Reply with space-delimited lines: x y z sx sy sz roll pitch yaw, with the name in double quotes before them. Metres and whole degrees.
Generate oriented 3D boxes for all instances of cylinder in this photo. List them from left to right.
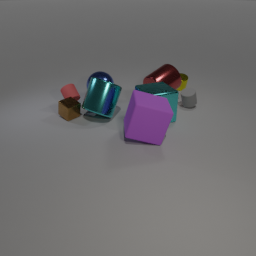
"cylinder" -2.663 -1.578 12.965 0.700 0.700 0.700 -22 77 -34
"cylinder" -1.127 -1.314 12.088 1.400 1.400 1.400 19 3 -1
"cylinder" 1.707 -2.269 13.980 1.400 1.400 1.400 -37 42 -24
"cylinder" 2.896 -2.523 15.356 0.700 0.700 0.700 2 47 -3
"cylinder" 2.887 -1.438 13.264 0.700 0.700 0.700 -11 41 9

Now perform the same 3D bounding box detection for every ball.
"ball" -1.383 -2.137 14.074 1.400 1.400 1.400 0 28 0

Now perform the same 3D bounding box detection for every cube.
"cube" -2.566 -0.845 12.276 0.700 0.700 0.700 34 43 27
"cube" 0.710 -0.406 10.518 1.400 1.400 1.400 13 27 -10
"cube" 1.189 -1.062 12.083 1.400 1.400 1.400 -11 30 -19
